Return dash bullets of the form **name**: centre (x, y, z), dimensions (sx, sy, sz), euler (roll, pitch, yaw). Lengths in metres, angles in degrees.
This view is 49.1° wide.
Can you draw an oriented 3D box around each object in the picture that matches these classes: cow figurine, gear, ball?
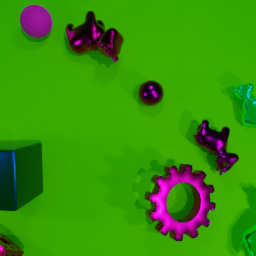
- **cow figurine**: centre (2.249, 0.514, 7.252), dimensions (1.247, 0.685, 1.227), euler (20, 67, 3)
- **cow figurine**: centre (3.248, 2.291, 6.585), dimensions (1.460, 0.802, 1.437), euler (-32, 45, 17)
- **gear**: centre (1.244, 1.717, 6.572), dimensions (1.723, 0.319, 1.723), euler (2, 85, -20)
- **cow figurine**: centre (3.299, -0.616, 7.658), dimensions (1.164, 0.649, 1.183), euler (20, 93, 24)
- **ball**: centre (0.636, -0.962, 7.739), dimensions (0.718, 0.718, 0.718), euler (0, 71, 0)
- **cow figurine**: centre (-0.971, -2.451, 7.970), dimensions (1.692, 0.929, 1.665), euler (-20, 68, 21)
- **ball**: centre (-2.672, -3.107, 8.168), dimensions (0.915, 0.915, 0.915), euler (0, 71, 0)

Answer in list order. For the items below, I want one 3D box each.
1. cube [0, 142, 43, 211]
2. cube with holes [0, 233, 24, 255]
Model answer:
- **cube**: centre (-2.847, 1.039, 6.453), dimensions (1.298, 1.298, 1.298), euler (0, 95, 8)
- **cube with holes**: centre (-3.008, 2.866, 6.217), dimensions (0.788, 0.788, 0.788), euler (26, 71, 23)
